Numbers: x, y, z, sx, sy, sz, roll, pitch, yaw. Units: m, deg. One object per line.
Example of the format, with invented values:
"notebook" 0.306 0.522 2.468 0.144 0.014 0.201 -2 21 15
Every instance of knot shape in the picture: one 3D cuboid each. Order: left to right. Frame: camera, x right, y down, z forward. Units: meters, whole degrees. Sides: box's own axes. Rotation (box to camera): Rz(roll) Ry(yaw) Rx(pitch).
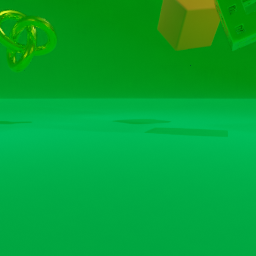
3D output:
"knot shape" -3.176 -2.523 8.369 1.877 1.757 0.867 20 10 -1

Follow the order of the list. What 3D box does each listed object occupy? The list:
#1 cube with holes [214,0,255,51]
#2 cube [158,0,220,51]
"cube with holes" 2.619 -2.535 5.922 1.237 1.237 1.237 -20 0 21
"cube" 1.857 -3.335 8.558 1.308 1.308 1.308 -13 51 -19
